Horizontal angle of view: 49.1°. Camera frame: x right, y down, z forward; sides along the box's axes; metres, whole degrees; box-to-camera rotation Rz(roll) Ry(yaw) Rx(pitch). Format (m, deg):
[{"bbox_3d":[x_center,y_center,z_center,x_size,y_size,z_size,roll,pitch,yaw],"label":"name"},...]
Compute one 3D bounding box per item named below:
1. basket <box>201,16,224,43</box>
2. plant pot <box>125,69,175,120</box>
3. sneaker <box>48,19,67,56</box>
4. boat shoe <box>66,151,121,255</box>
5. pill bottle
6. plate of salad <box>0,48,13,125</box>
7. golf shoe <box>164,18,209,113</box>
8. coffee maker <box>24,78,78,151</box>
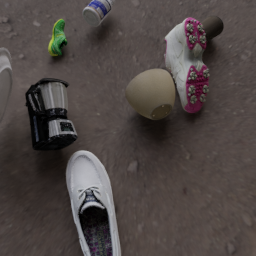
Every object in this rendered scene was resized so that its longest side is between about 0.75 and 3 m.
[{"bbox_3d":[2.338,-2.941,8.717,0.966,0.871,0.657,-39,104,-19],"label":"basket"},{"bbox_3d":[0.698,-0.748,7.356,1.341,1.341,0.900,-17,57,-8],"label":"plant pot"},{"bbox_3d":[-2.146,-2.833,8.880,0.512,0.454,1.226,10,81,2],"label":"sneaker"},{"bbox_3d":[-0.828,1.811,6.349,1.078,1.026,2.994,-6,65,-8],"label":"boat shoe"},{"bbox_3d":[-0.903,-3.886,9.089,0.663,0.663,1.107,28,64,12],"label":"pill bottle"},{"bbox_3d":[-3.277,-0.616,6.434,0.619,2.576,2.576,17,65,-11],"label":"plate of salad"},{"bbox_3d":[1.642,-1.726,8.116,0.994,1.208,2.639,2,86,-37],"label":"golf shoe"},{"bbox_3d":[-2.041,-0.241,7.333,1.095,1.561,1.625,-5,73,-26],"label":"coffee maker"}]
